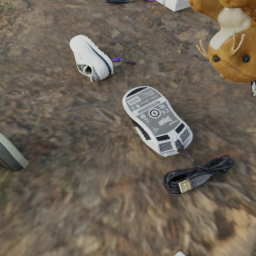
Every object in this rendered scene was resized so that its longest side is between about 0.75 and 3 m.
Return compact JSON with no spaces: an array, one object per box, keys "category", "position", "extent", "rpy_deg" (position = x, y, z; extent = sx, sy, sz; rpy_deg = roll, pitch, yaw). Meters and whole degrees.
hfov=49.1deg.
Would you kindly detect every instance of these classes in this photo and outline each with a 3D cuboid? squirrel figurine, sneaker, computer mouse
[{"category":"squirrel figurine","position":[2.351,-2.096,4.994],"extent":[2.674,2.495,1.892],"rpy_deg":[-10,9,-35]},{"category":"sneaker","position":[-1.303,-2.143,8.540],"extent":[0.809,0.768,2.010],"rpy_deg":[-36,57,-16]},{"category":"sneaker","position":[-3.519,0.683,6.023],"extent":[2.815,1.053,1.495],"rpy_deg":[18,56,27]},{"category":"computer mouse","position":[0.928,0.154,6.654],"extent":[1.622,0.649,2.958],"rpy_deg":[-27,60,-15]}]

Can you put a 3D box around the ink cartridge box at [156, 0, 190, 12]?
[{"category":"ink cartridge box","position":[1.856,-5.621,11.153],"extent":[1.175,1.154,1.596],"rpy_deg":[-28,56,-25]}]

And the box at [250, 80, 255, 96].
[{"category":"box","position":[4.290,-1.788,8.421],"extent":[1.220,0.385,2.218],"rpy_deg":[7,50,5]}]

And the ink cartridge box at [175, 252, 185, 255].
[{"category":"ink cartridge box","position":[0.708,3.037,4.327],"extent":[1.692,0.483,1.375],"rpy_deg":[-30,56,-28]}]

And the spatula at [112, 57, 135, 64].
[{"category":"spatula","position":[-0.117,-2.128,8.914],"extent":[0.768,0.079,0.217],"rpy_deg":[19,52,15]}]

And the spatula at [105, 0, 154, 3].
[{"category":"spatula","position":[0.074,-5.299,11.519],"extent":[2.103,0.216,0.594],"rpy_deg":[-13,53,-11]}]
